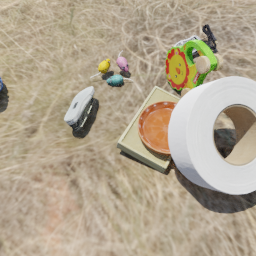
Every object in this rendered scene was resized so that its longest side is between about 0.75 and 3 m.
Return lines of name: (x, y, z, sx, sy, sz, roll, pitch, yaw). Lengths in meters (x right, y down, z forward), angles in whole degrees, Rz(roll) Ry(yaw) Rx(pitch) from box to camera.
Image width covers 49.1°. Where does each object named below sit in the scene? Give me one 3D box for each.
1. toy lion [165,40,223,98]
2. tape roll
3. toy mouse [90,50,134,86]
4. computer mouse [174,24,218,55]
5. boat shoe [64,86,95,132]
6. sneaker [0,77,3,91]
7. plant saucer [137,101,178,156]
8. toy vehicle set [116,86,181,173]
toy lion: (1.809, -1.865, 8.584, 0.673, 1.962, 1.880, -14, 59, -22)
tape roll: (2.370, 0.186, 6.721, 2.719, 0.951, 2.719, 1, 87, -18)
toy mouse: (-0.344, -1.933, 9.450, 1.289, 0.281, 1.451, 35, 79, 4)
computer mouse: (2.427, -3.095, 10.413, 1.810, 0.397, 0.992, -26, 87, -11)
boat shoe: (-1.370, -0.591, 8.380, 0.588, 0.530, 1.664, -9, 40, 30)
sneaker: (-4.277, -1.391, 8.765, 0.543, 0.604, 1.470, -1, 38, -14)
plant saucer: (1.075, -0.003, 7.567, 1.656, 0.267, 1.656, 0, 59, 0)
toy vehicle set: (0.882, -0.047, 7.965, 1.447, 0.309, 2.329, 29, 60, 8)
